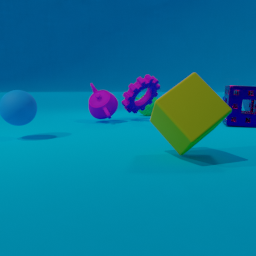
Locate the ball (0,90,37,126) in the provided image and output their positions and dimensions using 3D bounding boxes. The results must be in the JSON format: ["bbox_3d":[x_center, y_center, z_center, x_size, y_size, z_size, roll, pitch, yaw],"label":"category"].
[{"bbox_3d":[-2.496,-0.456,6.382,0.814,0.814,0.814,0,8,0],"label":"ball"}]

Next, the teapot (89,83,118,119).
[{"bbox_3d":[-0.910,-0.885,9.526,1.040,0.819,1.672,-29,52,-2],"label":"teapot"}]

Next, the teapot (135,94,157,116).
[{"bbox_3d":[0.902,-1.030,11.842,1.581,0.983,0.774,15,-35,5],"label":"teapot"}]

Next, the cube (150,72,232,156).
[{"bbox_3d":[0.985,-0.203,4.626,0.854,0.854,0.854,-37,-14,-13],"label":"cube"}]

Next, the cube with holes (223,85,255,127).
[{"bbox_3d":[3.685,-0.705,8.777,1.192,1.192,1.192,4,9,12],"label":"cube with holes"}]

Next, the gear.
[{"bbox_3d":[0.480,-1.207,10.164,1.535,1.535,0.284,-8,47,-46],"label":"gear"}]

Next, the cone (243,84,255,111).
[{"bbox_3d":[4.849,-0.946,9.798,1.109,1.105,1.105,-1,8,-29],"label":"cone"}]
